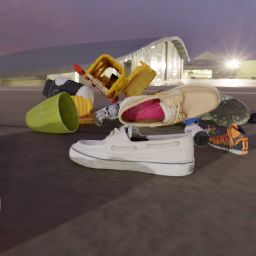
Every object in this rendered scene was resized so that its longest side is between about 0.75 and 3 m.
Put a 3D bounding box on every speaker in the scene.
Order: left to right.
[{"bbox_3d":[1.692,0.159,6.916,0.403,0.403,0.992,0,10,0],"label":"speaker"}]

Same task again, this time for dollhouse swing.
[{"bbox_3d":[-1.801,-0.627,9.352,1.362,1.237,1.197,-3,-10,-19],"label":"dollhouse swing"},{"bbox_3d":[0.227,-2.224,12.477,1.552,1.708,1.501,45,12,32],"label":"dollhouse swing"}]

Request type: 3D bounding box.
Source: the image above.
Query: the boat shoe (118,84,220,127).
[{"bbox_3d":[0.905,-0.419,6.459,2.391,0.881,0.827,-10,21,17],"label":"boat shoe"}]

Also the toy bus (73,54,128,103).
[{"bbox_3d":[-0.686,-1.971,11.361,2.538,1.390,2.690,40,1,-41],"label":"toy bus"}]

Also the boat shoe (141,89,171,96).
[{"bbox_3d":[1.377,-1.290,13.208,2.713,0.989,0.853,3,15,30],"label":"boat shoe"}]

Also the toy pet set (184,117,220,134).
[{"bbox_3d":[2.106,-0.097,8.142,0.856,0.454,0.799,-8,13,-38],"label":"toy pet set"}]

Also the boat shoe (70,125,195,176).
[{"bbox_3d":[0.005,0.322,5.031,2.335,0.767,0.840,5,12,25],"label":"boat shoe"}]

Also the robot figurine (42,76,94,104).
[{"bbox_3d":[-2.499,-1.362,11.838,2.121,1.324,1.594,20,44,7],"label":"robot figurine"}]

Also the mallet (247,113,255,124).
[{"bbox_3d":[3.988,-0.392,10.238,0.556,0.348,1.689,-8,9,-34],"label":"mallet"}]

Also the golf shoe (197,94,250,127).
[{"bbox_3d":[3.306,-0.653,9.808,1.296,1.044,2.666,1,10,-29],"label":"golf shoe"}]

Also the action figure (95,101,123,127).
[{"bbox_3d":[-0.402,-0.506,9.200,1.386,0.739,2.130,-11,5,-1],"label":"action figure"}]

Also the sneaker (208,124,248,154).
[{"bbox_3d":[2.239,0.182,6.251,0.414,0.598,1.068,-7,12,-31],"label":"sneaker"}]

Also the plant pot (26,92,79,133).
[{"bbox_3d":[-2.248,-0.325,8.098,1.240,1.160,1.160,-12,7,16],"label":"plant pot"}]

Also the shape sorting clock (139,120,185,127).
[{"bbox_3d":[1.103,-0.320,9.366,2.157,0.423,2.157,-3,10,0],"label":"shape sorting clock"}]
